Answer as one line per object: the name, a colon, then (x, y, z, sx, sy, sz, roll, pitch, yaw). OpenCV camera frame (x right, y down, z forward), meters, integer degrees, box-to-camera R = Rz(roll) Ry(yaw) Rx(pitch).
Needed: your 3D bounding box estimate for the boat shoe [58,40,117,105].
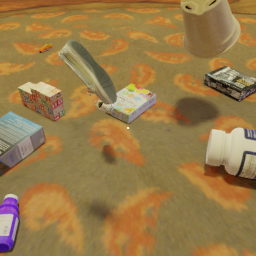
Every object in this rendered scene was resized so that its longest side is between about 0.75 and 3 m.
boat shoe: (-0.666, -0.887, 4.749, 1.261, 0.405, 0.465, 50, 31, -7)

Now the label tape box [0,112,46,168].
label tape box: (-3.908, 0.495, 8.659, 1.546, 0.679, 2.144, 22, 44, 25)

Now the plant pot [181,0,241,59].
plant pot: (2.339, -3.307, 8.358, 1.791, 1.639, 1.791, -11, 61, 21)

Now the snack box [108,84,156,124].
snack box: (0.080, -0.977, 10.652, 1.257, 0.468, 1.767, 27, 46, 29)

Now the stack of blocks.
stack of blocks: (-3.216, -1.108, 10.352, 1.834, 1.056, 0.537, 24, 45, 28)

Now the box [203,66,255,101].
box: (4.380, -1.936, 11.839, 1.469, 0.464, 1.863, -26, 45, -29)

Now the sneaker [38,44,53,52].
sneaker: (-4.407, -4.270, 14.864, 0.309, 0.327, 0.847, 31, 50, 31)

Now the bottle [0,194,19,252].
bottle: (-2.934, 2.228, 6.702, 0.569, 0.445, 1.363, -7, 39, -3)

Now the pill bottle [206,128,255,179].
pill bottle: (3.428, 0.720, 7.846, 2.275, 1.362, 1.362, 10, 40, 12)

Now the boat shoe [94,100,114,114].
boat shoe: (-0.710, -0.633, 7.676, 0.448, 0.388, 1.050, 30, 2, -17)
